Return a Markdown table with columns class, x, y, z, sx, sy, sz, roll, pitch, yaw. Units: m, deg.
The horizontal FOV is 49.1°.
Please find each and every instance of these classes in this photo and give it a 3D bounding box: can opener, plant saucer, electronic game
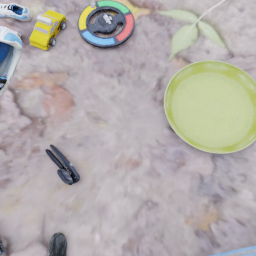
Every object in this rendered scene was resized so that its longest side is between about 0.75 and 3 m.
| class | x | y | z | sx | sy | sz | roll | pitch | yaw |
| --- | --- | --- | --- | --- | --- | --- | --- | --- | --- |
| can opener | -1.648 | 0.897 | 7.049 | 0.405 | 0.503 | 1.279 | -38 | 65 | -4 |
| plant saucer | 2.301 | -0.567 | 7.560 | 2.700 | 0.419 | 2.700 | 0 | 70 | 0 |
| electronic game | -0.666 | -3.190 | 8.536 | 1.749 | 0.364 | 1.749 | 0 | 70 | 0 |

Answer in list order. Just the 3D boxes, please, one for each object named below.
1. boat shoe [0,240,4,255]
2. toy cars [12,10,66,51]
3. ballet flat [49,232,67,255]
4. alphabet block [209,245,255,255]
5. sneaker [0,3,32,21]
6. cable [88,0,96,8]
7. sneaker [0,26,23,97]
| class | x | y | z | sx | sy | sz | roll | pitch | yaw |
| --- | --- | --- | --- | --- | --- | --- | --- | --- | --- |
| boat shoe | -3.688 | 2.254 | 6.412 | 0.937 | 0.731 | 2.065 | -34 | 81 | -12 |
| toy cars | -3.091 | -2.745 | 8.237 | 2.808 | 0.622 | 1.259 | -24 | 71 | -8 |
| ballet flat | -1.632 | 3.064 | 6.341 | 0.439 | 0.375 | 1.321 | 17 | 70 | -31 |
| alphabet block | 2.756 | 3.633 | 4.830 | 2.676 | 2.690 | 2.740 | -11 | 71 | -3 |
| sneaker | -3.667 | -3.658 | 8.645 | 1.369 | 0.496 | 0.492 | 11 | 71 | 6 |
| cable | -0.719 | -3.306 | 4.557 | 0.684 | 1.320 | 2.719 | 1 | 80 | 3 |
| sneaker | -2.239 | -0.572 | 4.205 | 0.740 | 0.733 | 2.041 | 33 | 98 | 42 |
